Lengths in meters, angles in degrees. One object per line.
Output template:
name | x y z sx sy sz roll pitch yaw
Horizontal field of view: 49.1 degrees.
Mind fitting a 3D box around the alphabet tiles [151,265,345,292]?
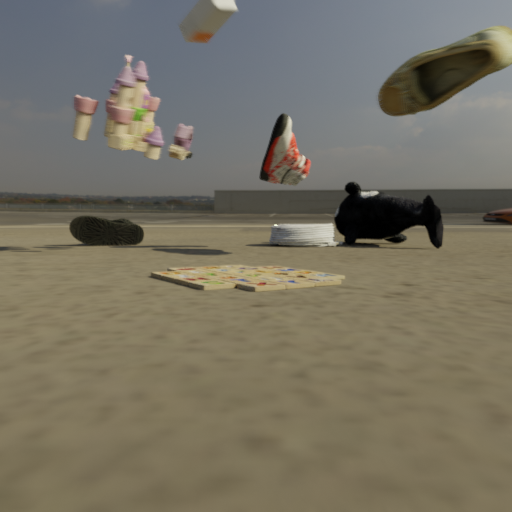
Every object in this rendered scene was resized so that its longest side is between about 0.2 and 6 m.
alphabet tiles | -0.130 0.249 7.022 1.945 0.074 2.337 -3 5 -31

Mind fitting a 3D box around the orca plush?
orca plush | 3.114 -0.634 14.801 2.223 1.502 4.225 50 -14 -31

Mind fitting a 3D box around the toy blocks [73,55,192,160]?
toy blocks | -2.369 -3.087 11.536 2.107 1.774 1.969 16 15 5

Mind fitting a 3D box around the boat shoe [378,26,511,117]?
boat shoe | 3.260 -3.227 10.185 0.882 1.022 2.803 -35 16 -37

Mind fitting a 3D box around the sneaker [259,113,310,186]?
sneaker | 0.797 -2.372 12.789 1.049 0.653 1.956 12 -38 -8

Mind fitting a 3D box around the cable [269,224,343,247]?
cable | 1.188 -0.547 14.558 1.684 0.583 1.683 -2 5 -27

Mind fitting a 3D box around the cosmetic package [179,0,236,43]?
cosmetic package | -0.647 -3.151 7.409 0.382 0.268 0.753 -18 -7 -42

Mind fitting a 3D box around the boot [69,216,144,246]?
boot | -4.105 -0.693 15.148 1.987 0.748 1.486 10 6 -28
